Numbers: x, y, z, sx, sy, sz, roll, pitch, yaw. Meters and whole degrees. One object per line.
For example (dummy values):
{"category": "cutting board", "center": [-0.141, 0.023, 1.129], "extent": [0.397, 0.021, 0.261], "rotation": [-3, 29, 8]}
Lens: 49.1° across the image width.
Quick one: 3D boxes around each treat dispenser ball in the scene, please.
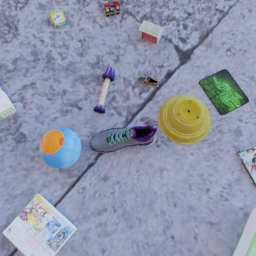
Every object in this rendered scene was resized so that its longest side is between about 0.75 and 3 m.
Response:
{"category": "treat dispenser ball", "center": [-2.496, 0.738, 10.375], "extent": [1.517, 1.517, 1.517], "rotation": [0, 71, 0]}

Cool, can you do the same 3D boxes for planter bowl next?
{"category": "planter bowl", "center": [2.338, -0.517, 11.115], "extent": [2.188, 0.911, 2.188], "rotation": [0, 71, -1]}

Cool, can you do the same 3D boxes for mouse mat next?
{"category": "mouse mat", "center": [4.074, -1.562, 11.925], "extent": [1.473, 0.069, 1.830], "rotation": [-27, 74, -9]}

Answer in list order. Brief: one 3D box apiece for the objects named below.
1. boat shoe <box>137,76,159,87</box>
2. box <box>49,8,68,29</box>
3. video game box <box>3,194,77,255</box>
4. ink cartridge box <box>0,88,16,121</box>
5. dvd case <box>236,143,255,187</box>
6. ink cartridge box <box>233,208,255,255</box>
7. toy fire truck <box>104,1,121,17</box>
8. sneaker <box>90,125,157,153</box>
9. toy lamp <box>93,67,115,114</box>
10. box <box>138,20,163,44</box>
{"category": "boat shoe", "center": [0.864, -2.039, 11.931], "extent": [0.952, 0.345, 0.344], "rotation": [15, 72, 5]}
{"category": "box", "center": [-3.280, -5.174, 13.073], "extent": [0.591, 0.244, 1.008], "rotation": [-27, 72, -9]}
{"category": "video game box", "center": [-3.104, 3.632, 9.927], "extent": [1.920, 0.449, 1.749], "rotation": [38, 78, 12]}
{"category": "ink cartridge box", "center": [-5.729, -1.127, 11.553], "extent": [1.398, 0.461, 1.921], "rotation": [-33, 74, -11]}
{"category": "dvd case", "center": [5.153, 1.448, 10.817], "extent": [1.247, 0.188, 1.708], "rotation": [-21, 72, -7]}
{"category": "ink cartridge box", "center": [5.299, 4.263, 9.309], "extent": [2.812, 1.181, 2.046], "rotation": [30, 74, 10]}
{"category": "toy fire truck", "center": [-0.802, -5.744, 13.171], "extent": [0.773, 0.565, 0.878], "rotation": [-15, 82, -5]}
{"category": "sneaker", "center": [-0.200, 0.272, 10.705], "extent": [2.640, 1.156, 0.983], "rotation": [-10, 71, -4]}
{"category": "toy lamp", "center": [-0.943, -1.612, 11.683], "extent": [0.583, 0.583, 2.003], "rotation": [10, 73, 3]}
{"category": "box", "center": [1.014, -4.307, 12.618], "extent": [0.953, 0.519, 0.609], "rotation": [25, 73, 8]}
